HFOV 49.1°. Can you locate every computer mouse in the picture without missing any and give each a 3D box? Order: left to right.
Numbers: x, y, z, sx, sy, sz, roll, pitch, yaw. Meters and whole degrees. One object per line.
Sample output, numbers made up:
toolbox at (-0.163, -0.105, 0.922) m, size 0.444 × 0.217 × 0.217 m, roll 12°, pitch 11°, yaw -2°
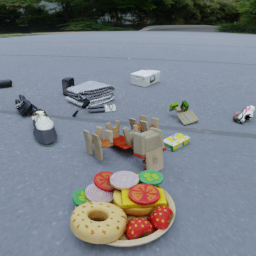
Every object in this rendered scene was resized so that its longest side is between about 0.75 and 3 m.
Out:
computer mouse at (-2.218, -0.941, 13.145) m, size 0.192 × 0.330 × 1.125 m, roll 41°, pitch 69°, yaw 13°

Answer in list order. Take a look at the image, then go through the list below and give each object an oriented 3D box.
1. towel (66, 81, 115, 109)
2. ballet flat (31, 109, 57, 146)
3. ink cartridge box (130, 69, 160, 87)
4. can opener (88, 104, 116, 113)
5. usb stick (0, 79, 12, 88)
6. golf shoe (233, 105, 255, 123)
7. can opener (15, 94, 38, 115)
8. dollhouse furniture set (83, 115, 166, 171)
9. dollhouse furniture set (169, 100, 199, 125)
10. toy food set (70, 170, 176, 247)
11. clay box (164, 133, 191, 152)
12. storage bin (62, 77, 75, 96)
towel at (-2.013, -1.873, 14.857) m, size 2.162 × 0.925 × 1.790 m, roll -22°, pitch 32°, yaw -39°
ballet flat at (-3.430, -0.155, 11.239) m, size 0.908 × 0.908 × 2.485 m, roll -10°, pitch 27°, yaw -21°
ink cartridge box at (1.118, -3.251, 18.070) m, size 1.258 × 0.730 × 1.705 m, roll 19°, pitch 33°, yaw 35°
can opener at (-1.250, -0.924, 13.617) m, size 1.360 × 0.358 × 0.452 m, roll -6°, pitch -10°, yaw -15°
usb stick at (-8.484, -2.585, 16.966) m, size 2.767 × 0.451 × 0.767 m, roll -13°, pitch 28°, yaw -25°
golf shoe at (5.369, -0.579, 12.608) m, size 1.439 × 0.522 × 0.663 m, roll -28°, pitch 40°, yaw -31°
can opener at (-5.161, -1.116, 13.705) m, size 0.758 × 0.941 × 2.392 m, roll -50°, pitch 38°, yaw -8°
dollhouse furniture set at (0.110, 0.566, 9.677) m, size 2.541 × 1.309 × 2.514 m, roll -16°, pitch 18°, yaw -31°
dollhouse furniture set at (2.505, -0.536, 12.731) m, size 0.840 × 0.644 × 1.283 m, roll -17°, pitch 58°, yaw -20°
toy food set at (-0.120, 1.888, 7.060) m, size 2.601 × 0.633 × 2.575 m, roll -3°, pitch 25°, yaw -4°
clay box at (1.811, 0.509, 10.498) m, size 1.067 × 0.254 × 0.613 m, roll -20°, pitch 31°, yaw -37°
storage bin at (-3.363, -2.346, 15.853) m, size 0.446 × 0.950 × 0.642 m, roll 7°, pitch 26°, yaw 17°
